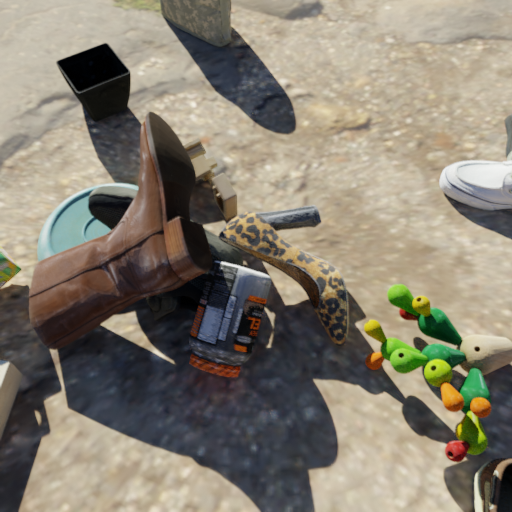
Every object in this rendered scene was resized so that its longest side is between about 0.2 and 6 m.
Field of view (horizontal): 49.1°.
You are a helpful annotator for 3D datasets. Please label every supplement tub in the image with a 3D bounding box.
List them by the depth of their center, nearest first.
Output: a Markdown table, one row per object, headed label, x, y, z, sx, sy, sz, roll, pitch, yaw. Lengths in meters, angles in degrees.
| label | x | y | z | sx | sy | sz | roll | pitch | yaw |
| --- | --- | --- | --- | --- | --- | --- | --- | --- | --- |
| supplement tub | -0.466 | 1.044 | 9.309 | 1.073 | 1.073 | 1.751 | 15 | 87 | 10 |

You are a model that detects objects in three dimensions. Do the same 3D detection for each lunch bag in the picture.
| label | x | y | z | sx | sy | sz | roll | pitch | yaw |
| --- | --- | --- | --- | --- | --- | --- | --- | --- | --- |
| lunch bag | -1.388 | -6.599 | 14.043 | 1.352 | 1.886 | 2.300 | -36 | 64 | -21 |

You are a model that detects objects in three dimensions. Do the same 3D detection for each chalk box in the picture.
| label | x | y | z | sx | sy | sz | roll | pitch | yaw |
| --- | --- | --- | --- | --- | --- | --- | --- | --- | --- |
| chalk box | -4.888 | 0.099 | 9.767 | 0.897 | 1.442 | 0.892 | -43 | 88 | -14 |

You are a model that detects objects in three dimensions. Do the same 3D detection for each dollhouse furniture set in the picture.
| label | x | y | z | sx | sy | sz | roll | pitch | yaw |
| --- | --- | --- | --- | --- | --- | --- | --- | --- | --- |
| dollhouse furniture set | -1.302 | -1.290 | 11.032 | 1.269 | 1.482 | 1.558 | -29 | 78 | -8 |

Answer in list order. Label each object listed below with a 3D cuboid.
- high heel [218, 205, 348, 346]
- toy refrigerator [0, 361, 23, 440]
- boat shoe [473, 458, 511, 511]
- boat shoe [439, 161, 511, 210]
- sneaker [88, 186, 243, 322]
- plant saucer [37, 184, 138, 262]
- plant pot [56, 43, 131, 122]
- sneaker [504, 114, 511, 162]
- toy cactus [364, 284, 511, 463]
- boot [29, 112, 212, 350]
| label | x | y | z | sx | sy | sz | roll | pitch | yaw |
| --- | --- | --- | --- | --- | --- | --- | --- | --- | --- |
| high heel | 0.486 | 0.439 | 9.823 | 1.921 | 0.962 | 2.695 | -10 | 72 | -17 |
| toy refrigerator | -4.353 | 2.549 | 8.862 | 0.594 | 0.645 | 1.699 | 6 | 58 | 4 |
| boat shoe | 3.574 | 4.188 | 7.549 | 1.052 | 1.054 | 2.848 | -2 | 57 | -1 |
| boat shoe | 5.407 | -1.572 | 11.283 | 3.157 | 1.054 | 1.161 | 8 | 57 | 5 |
| sneaker | -1.879 | -0.004 | 9.943 | 3.022 | 1.155 | 1.731 | 32 | 61 | -5 |
| plant saucer | -2.910 | -0.415 | 10.953 | 2.786 | 0.382 | 2.786 | 0 | 56 | 0 |
| plant pot | -3.577 | -3.851 | 12.730 | 1.264 | 1.121 | 1.261 | -29 | 62 | -17 |
| sneaker | 6.716 | -2.492 | 11.893 | 2.696 | 1.008 | 1.432 | 5 | 60 | 5 |
| toy cactus | 3.154 | 1.784 | 9.104 | 2.424 | 1.502 | 2.937 | -2 | 43 | -26 |
| boot | -2.629 | -0.416 | 9.603 | 3.512 | 1.128 | 3.273 | -26 | 60 | 23 |
